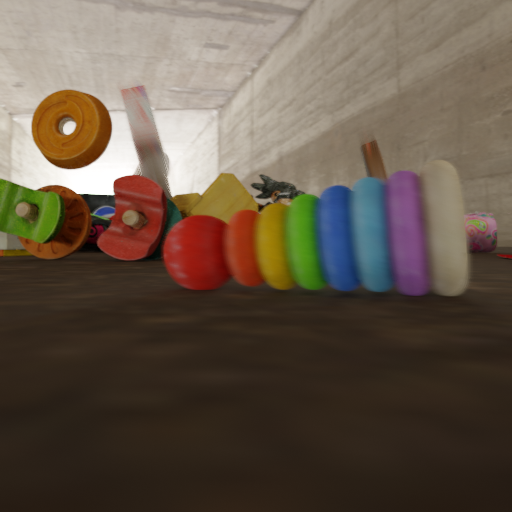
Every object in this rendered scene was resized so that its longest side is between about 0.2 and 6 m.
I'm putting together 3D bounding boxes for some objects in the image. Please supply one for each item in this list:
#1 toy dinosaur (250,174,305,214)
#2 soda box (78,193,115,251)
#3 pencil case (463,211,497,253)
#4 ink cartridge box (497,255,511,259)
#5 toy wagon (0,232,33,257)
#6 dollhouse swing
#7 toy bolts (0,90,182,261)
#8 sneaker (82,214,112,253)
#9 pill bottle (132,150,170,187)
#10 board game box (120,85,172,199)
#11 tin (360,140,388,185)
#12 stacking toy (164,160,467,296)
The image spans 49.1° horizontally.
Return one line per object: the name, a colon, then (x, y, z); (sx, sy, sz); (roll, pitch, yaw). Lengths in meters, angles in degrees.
toy dinosaur: (0.749, -0.905, 16.750); (4.672, 2.386, 3.171); (15, 14, -5)
soda box: (-4.982, -0.875, 14.885); (4.775, 1.512, 1.690); (0, 0, -26)
pencil case: (4.285, -0.531, 12.595); (2.248, 0.983, 0.983); (-1, 1, -12)
ink cartridge box: (3.853, -0.250, 7.134); (1.268, 0.606, 1.444); (-1, 2, 12)
toy wagon: (-5.228, -0.324, 9.803); (3.222, 0.638, 2.500); (0, 1, 20)
dollhouse swing: (-0.641, -0.609, 7.872); (0.899, 0.870, 0.990); (2, -37, 47)
toy bolts: (-1.855, -0.768, 7.044); (2.163, 2.066, 1.500); (18, -3, 9)
sneaker: (-3.157, -0.430, 13.118); (2.684, 1.030, 1.125); (-1, 22, -2)
pill bottle: (-1.685, -1.339, 9.022); (0.518, 0.518, 0.921); (-1, -14, -23)
board game box: (-1.950, -1.817, 10.301); (0.472, 1.545, 2.040); (-14, -39, -9)
tin: (2.166, -1.230, 9.836); (0.334, 1.597, 0.894); (-18, 21, 6)
stacking toy: (0.190, -0.051, 2.293); (1.227, 0.524, 0.524); (-6, 0, 15)
